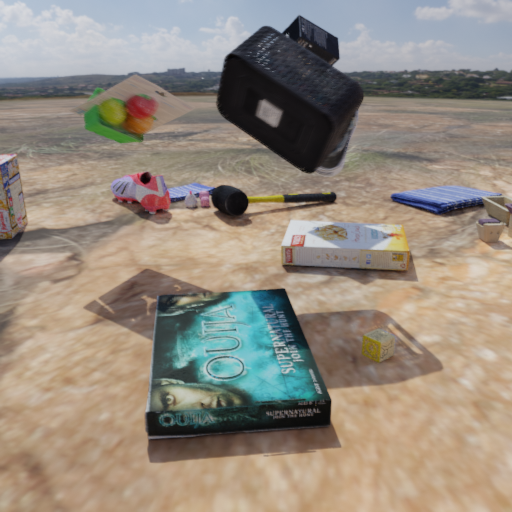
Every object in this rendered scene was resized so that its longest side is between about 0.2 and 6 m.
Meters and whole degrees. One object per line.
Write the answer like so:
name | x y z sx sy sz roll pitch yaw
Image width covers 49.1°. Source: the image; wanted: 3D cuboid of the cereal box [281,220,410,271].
cereal box | 1.767 -0.248 11.196 2.393 0.473 1.722 3 21 8

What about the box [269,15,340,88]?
box | 1.069 -4.563 12.599 1.136 0.716 1.155 15 -31 -31

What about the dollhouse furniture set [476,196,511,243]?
dollhouse furniture set | 5.652 -1.492 12.776 1.913 1.713 2.414 -2 20 -5

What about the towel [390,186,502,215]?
towel | 5.124 -1.557 15.145 2.516 0.300 1.822 -10 21 -30

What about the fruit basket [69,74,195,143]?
fruit basket | -2.312 -2.797 10.512 1.746 0.818 1.617 -22 -20 30

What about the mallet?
mallet | 0.464 -1.509 14.595 3.416 0.703 1.125 -7 17 -31

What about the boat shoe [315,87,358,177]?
boat shoe | 1.811 -3.145 12.983 1.007 0.931 2.727 14 59 11

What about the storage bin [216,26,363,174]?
storage bin | 0.509 -2.566 9.299 2.119 1.432 0.993 35 60 8

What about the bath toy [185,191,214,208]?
bath toy | -1.293 -1.532 14.735 1.186 0.438 0.516 -6 21 -13

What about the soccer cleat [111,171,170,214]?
soccer cleat | -3.062 -1.835 14.728 0.874 1.002 2.622 -14 25 -34

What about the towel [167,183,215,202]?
towel | -2.072 -1.834 15.899 1.593 0.190 1.153 -17 25 -37

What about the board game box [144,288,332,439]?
board game box | -0.353 1.232 7.321 2.015 0.419 2.979 -3 20 -7

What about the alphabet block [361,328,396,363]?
alphabet block | 1.651 1.206 7.549 0.324 0.317 0.318 -15 23 -37

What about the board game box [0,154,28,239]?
board game box | -5.551 -1.337 12.472 0.380 1.642 1.244 -3 20 -5
